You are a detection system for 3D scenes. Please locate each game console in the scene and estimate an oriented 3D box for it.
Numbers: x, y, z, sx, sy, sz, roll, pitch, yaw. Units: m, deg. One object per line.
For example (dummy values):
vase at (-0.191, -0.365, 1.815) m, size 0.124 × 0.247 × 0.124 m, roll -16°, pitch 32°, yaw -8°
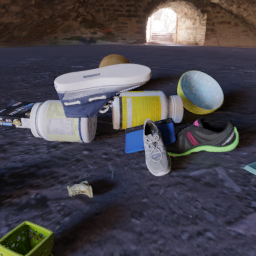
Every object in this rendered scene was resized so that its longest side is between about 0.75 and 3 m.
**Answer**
game console at (0.868, 0.357, 10.089) m, size 1.777 × 1.051 × 1.517 m, roll -13°, pitch -16°, yaw 15°

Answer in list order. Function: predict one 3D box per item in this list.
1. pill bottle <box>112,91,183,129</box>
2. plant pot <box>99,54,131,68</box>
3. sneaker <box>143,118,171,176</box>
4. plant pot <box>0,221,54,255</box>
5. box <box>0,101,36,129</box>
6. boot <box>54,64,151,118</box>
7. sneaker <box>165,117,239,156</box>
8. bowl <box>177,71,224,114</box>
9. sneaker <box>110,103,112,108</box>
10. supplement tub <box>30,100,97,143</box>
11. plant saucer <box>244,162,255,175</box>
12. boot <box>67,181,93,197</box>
pill bottle at (0.775, -0.761, 11.707) m, size 2.837 × 1.579 × 1.579 m, roll -2°, pitch 22°, yaw -5°
plant pot at (-0.969, -2.980, 17.023) m, size 2.209 × 2.209 × 2.370 m, roll 4°, pitch 37°, yaw 10°
sneaker at (0.763, 0.573, 8.687) m, size 0.754 × 0.828 × 2.019 m, roll -22°, pitch 46°, yaw 7°
plant pot at (-1.858, 2.296, 5.196) m, size 0.750 × 0.684 × 0.754 m, roll 10°, pitch 24°, yaw 26°
box at (-4.640, -0.638, 12.840) m, size 2.236 × 0.560 × 2.253 m, roll 7°, pitch 22°, yaw 14°
boot at (-0.600, -0.961, 7.509) m, size 2.510 × 1.134 × 0.913 m, roll -6°, pitch 36°, yaw 3°
sneaker at (2.236, 0.221, 9.521) m, size 2.818 × 1.180 × 1.081 m, roll -8°, pitch 22°, yaw 11°
bowl at (3.325, -1.520, 13.696) m, size 2.300 × 1.237 × 2.300 m, roll 8°, pitch 59°, yaw -14°
sneaker at (-0.180, -1.048, 13.550) m, size 0.944 × 1.072 × 2.405 m, roll -46°, pitch 11°, yaw -1°
supplement tub at (-2.359, -0.264, 10.483) m, size 2.142 × 1.553 × 1.553 m, roll 2°, pitch 22°, yaw 7°
plant saucer at (4.435, 1.145, 8.856) m, size 1.615 × 0.153 × 0.565 m, roll -13°, pitch 24°, yaw -27°
boot at (-1.259, 1.662, 7.368) m, size 0.582 × 0.271 × 0.753 m, roll -9°, pitch 17°, yaw -23°
